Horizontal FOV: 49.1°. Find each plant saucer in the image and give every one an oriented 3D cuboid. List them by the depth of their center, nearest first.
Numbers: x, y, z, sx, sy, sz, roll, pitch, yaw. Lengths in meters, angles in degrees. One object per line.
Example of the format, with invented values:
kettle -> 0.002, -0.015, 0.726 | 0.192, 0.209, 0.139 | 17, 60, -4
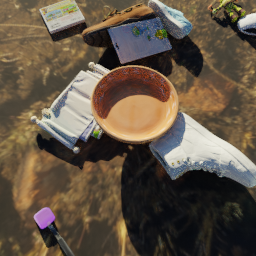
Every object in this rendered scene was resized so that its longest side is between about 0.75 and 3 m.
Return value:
plant saucer -> 0.183, -0.646, 7.835 | 2.433, 0.455, 2.433 | 1, 65, -2

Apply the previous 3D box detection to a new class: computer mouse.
computer mouse -> 5.023, -3.586, 9.793 | 2.254, 0.494, 1.236 | 9, 67, 4

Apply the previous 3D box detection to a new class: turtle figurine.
turtle figurine -> 3.738, -4.460, 10.220 | 1.391, 0.448, 1.121 | -30, 69, -13

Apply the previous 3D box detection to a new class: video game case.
video game case -> -2.404, -4.112, 10.230 | 1.334, 0.153, 1.214 | -24, 68, -10

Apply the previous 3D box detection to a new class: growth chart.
growth chart -> -1.207, -0.644, 8.354 | 2.060, 0.252, 2.846 | 40, 78, 11

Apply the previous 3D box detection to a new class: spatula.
spatula -> -1.802, 2.702, 7.085 | 0.452, 0.164, 1.600 | -38, 71, -16

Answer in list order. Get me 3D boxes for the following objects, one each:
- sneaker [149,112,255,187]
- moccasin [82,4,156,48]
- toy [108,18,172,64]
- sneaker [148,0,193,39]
sneaker -> 1.909, 0.973, 7.477 | 2.852, 1.051, 1.648 | 38, 72, 26
moccasin -> -0.364, -3.561, 9.521 | 2.672, 0.977, 1.032 | -31, 66, -12
toy -> 0.383, -2.902, 9.409 | 2.041, 0.482, 1.175 | -22, 91, -21
sneaker -> 1.506, -3.918, 9.916 | 0.769, 0.694, 1.878 | -33, 76, -26
